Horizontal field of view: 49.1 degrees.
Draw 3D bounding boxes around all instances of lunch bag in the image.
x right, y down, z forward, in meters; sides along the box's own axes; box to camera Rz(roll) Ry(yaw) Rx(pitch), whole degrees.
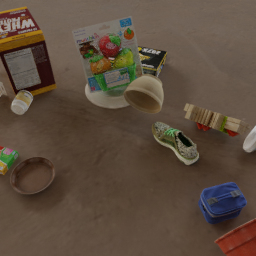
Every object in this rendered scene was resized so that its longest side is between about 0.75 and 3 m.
[{"bbox_3d":[2.782,2.228,8.443,1.328,0.879,0.902,-13,49,-13],"label":"lunch bag"}]

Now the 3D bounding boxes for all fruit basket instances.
[{"bbox_3d":[-0.711,-2.907,11.428,2.462,2.658,1.246,-15,29,-4],"label":"fruit basket"}]

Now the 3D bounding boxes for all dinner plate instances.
[{"bbox_3d":[-0.645,-1.847,12.567,2.578,0.313,2.578,0,49,0],"label":"dinner plate"}]

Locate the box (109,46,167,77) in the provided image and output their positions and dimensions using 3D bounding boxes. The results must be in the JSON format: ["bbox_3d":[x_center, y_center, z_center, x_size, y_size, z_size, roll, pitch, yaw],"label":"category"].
[{"bbox_3d":[0.348,-3.226,13.384,2.642,0.652,2.110,14,39,13],"label":"box"}]

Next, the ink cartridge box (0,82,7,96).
[{"bbox_3d":[-5.990,-1.704,12.089,1.332,0.776,0.450,13,49,12],"label":"ink cartridge box"}]

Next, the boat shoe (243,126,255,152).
[{"bbox_3d":[5.127,0.191,10.411,0.782,0.828,2.307,45,62,0],"label":"boat shoe"}]

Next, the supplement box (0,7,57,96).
[{"bbox_3d":[-4.615,-3.259,12.171,1.809,2.724,2.687,-21,51,-18],"label":"supplement box"}]

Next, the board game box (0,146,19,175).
[{"bbox_3d":[-4.659,1.076,9.923,1.204,0.243,0.921,14,49,12],"label":"board game box"}]

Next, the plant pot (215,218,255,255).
[{"bbox_3d":[3.295,3.291,7.196,1.522,1.522,1.480,-18,58,-15],"label":"plant pot"}]

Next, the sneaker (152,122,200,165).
[{"bbox_3d":[1.748,0.304,10.124,0.848,0.977,2.204,-32,55,-26],"label":"sneaker"}]

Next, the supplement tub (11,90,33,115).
[{"bbox_3d":[-4.389,-1.059,11.587,0.649,0.649,0.898,6,48,6],"label":"supplement tub"}]

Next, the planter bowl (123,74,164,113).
[{"bbox_3d":[0.713,-1.403,10.743,1.533,1.533,1.031,18,68,16],"label":"planter bowl"}]

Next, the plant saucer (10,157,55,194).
[{"bbox_3d":[-3.169,1.620,9.419,1.473,0.254,1.473,0,48,0],"label":"plant saucer"}]

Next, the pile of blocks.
[{"bbox_3d":[3.314,-0.174,10.853,2.573,1.056,0.799,24,94,31],"label":"pile of blocks"}]
